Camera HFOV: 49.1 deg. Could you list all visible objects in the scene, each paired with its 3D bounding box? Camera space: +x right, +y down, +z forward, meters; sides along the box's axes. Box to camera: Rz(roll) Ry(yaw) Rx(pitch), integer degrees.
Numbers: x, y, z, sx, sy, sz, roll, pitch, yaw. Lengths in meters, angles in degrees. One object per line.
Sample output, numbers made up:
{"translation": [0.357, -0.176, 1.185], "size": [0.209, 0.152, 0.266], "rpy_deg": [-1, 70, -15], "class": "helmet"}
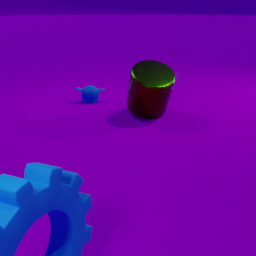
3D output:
{"translation": [-0.982, 1.291, 2.888], "size": [0.332, 1.796, 1.796], "rpy_deg": [7, 25, 24], "class": "gear"}
{"translation": [0.664, -1.165, 8.569], "size": [1.318, 1.318, 1.318], "rpy_deg": [4, 48, -5], "class": "cylinder"}
{"translation": [-1.364, -1.278, 10.113], "size": [1.006, 0.606, 0.724], "rpy_deg": [1, 29, -9], "class": "monkey head"}
